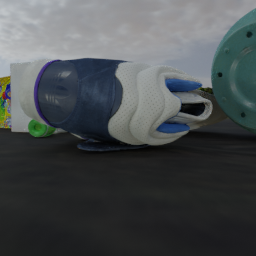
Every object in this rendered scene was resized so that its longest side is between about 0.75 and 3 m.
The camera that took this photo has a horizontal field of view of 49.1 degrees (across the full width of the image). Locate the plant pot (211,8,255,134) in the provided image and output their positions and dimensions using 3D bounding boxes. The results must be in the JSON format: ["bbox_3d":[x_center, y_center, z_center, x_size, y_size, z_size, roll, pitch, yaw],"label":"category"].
[{"bbox_3d":[2.258,-0.826,3.998,1.752,2.183,2.183,-17,13,-39],"label":"plant pot"}]

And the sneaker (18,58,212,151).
[{"bbox_3d":[0.100,-0.210,3.483,1.799,0.990,2.456,11,1,17],"label":"sneaker"}]

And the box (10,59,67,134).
[{"bbox_3d":[-1.507,-0.663,6.630,1.136,1.449,2.330,1,2,19],"label":"box"}]

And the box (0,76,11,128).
[{"bbox_3d":[-2.915,-0.706,7.836,1.487,1.432,0.907,1,4,40],"label":"box"}]

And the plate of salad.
[{"bbox_3d":[0.668,-0.475,5.635,2.636,0.633,2.636,7,-14,2],"label":"plate of salad"}]

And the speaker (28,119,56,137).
[{"bbox_3d":[-1.431,-0.025,4.742,0.339,0.339,0.766,0,2,-2],"label":"speaker"}]
